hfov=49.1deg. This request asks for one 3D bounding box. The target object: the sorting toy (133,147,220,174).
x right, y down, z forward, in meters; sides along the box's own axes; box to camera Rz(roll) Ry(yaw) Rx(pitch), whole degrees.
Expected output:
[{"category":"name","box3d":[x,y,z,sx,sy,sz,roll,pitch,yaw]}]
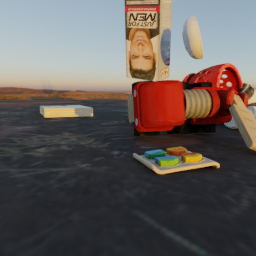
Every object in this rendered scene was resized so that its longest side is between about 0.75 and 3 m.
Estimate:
[{"category":"sorting toy","box3d":[0.628,0.412,3.857,0.939,0.171,0.869,-2,7,-17]}]

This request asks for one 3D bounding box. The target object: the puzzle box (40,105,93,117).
[{"category":"puzzle box","box3d":[-2.881,-0.789,12.699,1.992,0.381,2.995,-3,7,-20]}]

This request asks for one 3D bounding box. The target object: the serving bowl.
[{"category":"serving bowl","box3d":[1.955,-2.735,8.673,0.432,1.314,1.314,-14,5,9]}]

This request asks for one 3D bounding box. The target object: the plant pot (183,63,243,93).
[{"category":"plant pot","box3d":[3.024,-1.295,10.393,1.982,1.982,1.805,-7,6,-45]}]

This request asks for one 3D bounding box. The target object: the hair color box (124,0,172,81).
[{"category":"hair color box","box3d":[0.738,-3.323,10.364,1.478,2.985,0.905,15,29,32]}]

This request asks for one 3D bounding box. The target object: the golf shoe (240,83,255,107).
[{"category":"golf shoe","box3d":[3.718,-0.502,8.353,0.985,0.863,2.236,31,2,28]}]

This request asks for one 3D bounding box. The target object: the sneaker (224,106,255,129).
[{"category":"sneaker","box3d":[3.422,-0.189,7.484,1.148,0.632,1.568,13,-5,-10]}]

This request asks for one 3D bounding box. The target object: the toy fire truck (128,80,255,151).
[{"category":"toy fire truck","box3d":[1.345,-0.281,5.381,2.171,1.587,2.467,-2,-3,-18]}]
